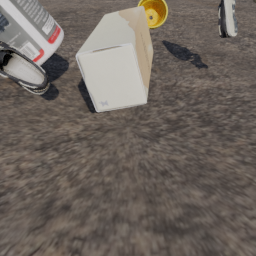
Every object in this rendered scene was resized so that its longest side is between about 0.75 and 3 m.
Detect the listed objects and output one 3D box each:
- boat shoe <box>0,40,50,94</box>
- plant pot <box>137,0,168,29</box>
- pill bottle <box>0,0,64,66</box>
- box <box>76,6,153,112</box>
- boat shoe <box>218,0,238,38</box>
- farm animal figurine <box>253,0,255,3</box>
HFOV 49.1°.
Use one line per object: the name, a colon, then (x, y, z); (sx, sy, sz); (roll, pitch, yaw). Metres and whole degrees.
boat shoe: (-2.521, -1.382, 5.813); (1.947, 0.587, 0.719); (36, 78, -10)
plant pot: (0.613, -2.962, 7.327); (0.791, 0.791, 0.745); (1, 9, 2)
pill bottle: (-2.990, -2.767, 6.400); (1.617, 2.840, 1.617); (-23, 42, 23)
box: (-0.126, -1.606, 6.048); (1.046, 1.277, 2.691); (-8, 35, 14)
boat shoe: (2.815, -3.370, 8.070); (0.557, 1.508, 0.455); (-20, 15, -34)
farm animal figurine: (3.637, -2.921, 6.725); (0.785, 1.505, 1.489); (-12, 70, -8)
